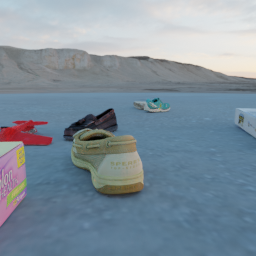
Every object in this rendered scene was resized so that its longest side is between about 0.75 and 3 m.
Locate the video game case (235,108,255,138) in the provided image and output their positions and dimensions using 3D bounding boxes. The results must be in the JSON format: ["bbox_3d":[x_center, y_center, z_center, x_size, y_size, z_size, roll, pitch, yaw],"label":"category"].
[{"bbox_3d":[5.208,-0.160,8.839,2.957,0.672,2.680,1,9,8],"label":"video game case"}]

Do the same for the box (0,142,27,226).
[{"bbox_3d":[-2.191,0.686,3.151,1.627,0.786,1.431,-1,9,-3],"label":"box"}]

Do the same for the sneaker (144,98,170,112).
[{"bbox_3d":[1.711,-1.306,15.713,1.952,0.777,0.756,-5,16,-44],"label":"sneaker"}]

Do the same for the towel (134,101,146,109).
[{"bbox_3d":[1.328,-1.449,17.946,1.652,0.430,2.493,0,8,-8],"label":"towel"}]

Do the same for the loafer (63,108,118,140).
[{"bbox_3d":[-1.127,-0.167,8.659,0.855,0.749,2.380,5,10,29],"label":"loafer"}]

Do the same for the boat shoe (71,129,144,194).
[{"bbox_3d":[-0.468,0.335,5.085,1.009,0.870,2.767,-3,9,-16],"label":"boat shoe"}]

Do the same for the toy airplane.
[{"bbox_3d":[-3.121,0.106,7.868,2.534,0.466,2.534,1,9,0],"label":"toy airplane"}]
